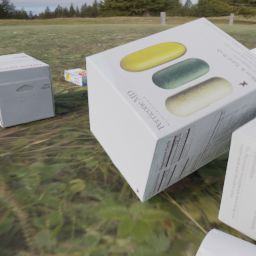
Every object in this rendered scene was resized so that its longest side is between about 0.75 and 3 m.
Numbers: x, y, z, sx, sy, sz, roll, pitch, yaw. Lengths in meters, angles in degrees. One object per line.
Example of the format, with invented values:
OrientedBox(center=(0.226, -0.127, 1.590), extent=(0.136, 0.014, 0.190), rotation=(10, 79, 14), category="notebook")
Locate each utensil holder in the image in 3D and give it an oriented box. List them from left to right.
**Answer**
OrientedBox(center=(1.356, 1.769, 3.091), extent=(1.134, 0.964, 0.964), rotation=(17, 29, 35), category="utensil holder")

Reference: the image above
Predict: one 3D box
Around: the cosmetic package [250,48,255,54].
OrientedBox(center=(6.232, -2.418, 11.654), extent=(2.361, 1.451, 2.353), rotation=(19, 31, 36), category="cosmetic package")

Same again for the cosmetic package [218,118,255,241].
OrientedBox(center=(2.746, 0.856, 4.188), extent=(1.673, 1.683, 2.011), rotation=(-22, 33, -39), category="cosmetic package")

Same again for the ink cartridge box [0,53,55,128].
OrientedBox(center=(-3.607, -1.292, 8.901), extent=(1.693, 1.685, 2.330), rotation=(-17, 29, -32), category="ink cartridge box")

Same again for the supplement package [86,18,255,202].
OrientedBox(center=(0.856, -0.405, 5.187), extent=(2.591, 1.952, 1.967), rotation=(-26, 58, -23), category="supplement package")

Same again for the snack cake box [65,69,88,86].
OrientedBox(center=(-2.163, -2.311, 12.639), extent=(0.781, 0.456, 1.357), rotation=(-19, 31, -40), category="snack cake box")
